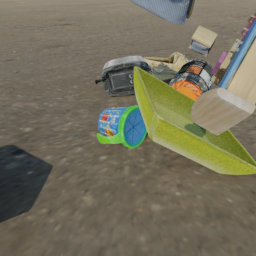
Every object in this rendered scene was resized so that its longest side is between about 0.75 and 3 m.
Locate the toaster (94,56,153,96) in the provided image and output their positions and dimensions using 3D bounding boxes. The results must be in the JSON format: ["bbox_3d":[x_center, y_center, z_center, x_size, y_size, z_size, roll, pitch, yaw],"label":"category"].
[{"bbox_3d":[-0.132,-1.771,9.445,1.915,1.088,1.237,-11,26,5],"label":"toaster"}]

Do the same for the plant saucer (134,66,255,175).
[{"bbox_3d":[1.238,-0.097,6.192,2.645,0.634,2.649,26,23,-21],"label":"plant saucer"}]

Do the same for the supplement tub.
[{"bbox_3d":[1.929,-1.287,8.548,1.187,1.187,1.937,12,33,20],"label":"supplement tub"}]

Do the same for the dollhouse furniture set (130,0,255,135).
[{"bbox_3d":[0.542,-1.357,4.015,2.725,2.573,1.778,31,81,8],"label":"dollhouse furniture set"}]

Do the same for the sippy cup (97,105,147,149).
[{"bbox_3d":[-0.173,-0.085,6.814,0.961,1.029,1.311,12,1,38],"label":"sippy cup"}]

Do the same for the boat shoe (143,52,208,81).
[{"bbox_3d":[1.880,-2.379,10.663,2.792,0.907,1.007,-6,31,-10],"label":"boat shoe"}]
